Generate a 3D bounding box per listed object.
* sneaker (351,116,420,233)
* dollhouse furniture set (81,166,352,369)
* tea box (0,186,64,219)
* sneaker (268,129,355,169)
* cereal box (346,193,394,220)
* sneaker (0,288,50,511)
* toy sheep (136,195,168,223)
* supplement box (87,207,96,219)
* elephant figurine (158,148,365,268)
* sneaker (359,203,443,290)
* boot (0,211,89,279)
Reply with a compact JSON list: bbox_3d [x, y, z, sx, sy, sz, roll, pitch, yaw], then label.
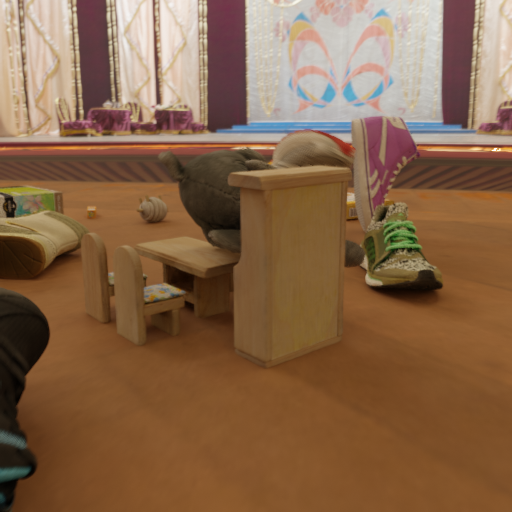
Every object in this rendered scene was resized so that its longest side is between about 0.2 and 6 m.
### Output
[{"bbox_3d":[2.613,-1.594,11.112,1.321,2.317,0.840,-5,18,0],"label":"sneaker"},{"bbox_3d":[-0.373,-0.141,6.399,2.393,1.814,2.730,-12,18,-39],"label":"dollhouse furniture set"},{"bbox_3d":[-4.615,-0.739,10.502,1.502,1.004,1.478,13,19,42],"label":"tea box"},{"bbox_3d":[0.607,-1.186,10.151,1.215,1.282,3.122,20,-29,-28],"label":"sneaker"},{"bbox_3d":[2.167,-1.281,13.924,1.489,0.409,2.069,-8,16,-29],"label":"cereal box"},{"bbox_3d":[-1.886,1.148,3.347,1.283,1.147,3.132,21,17,-2],"label":"sneaker"},{"bbox_3d":[-2.347,-1.048,12.616,0.630,0.630,0.913,11,13,38],"label":"toy sheep"},{"bbox_3d":[-3.933,-1.035,13.383,0.217,0.210,0.631,-1,14,-13],"label":"supplement box"},{"bbox_3d":[0.070,-0.525,6.241,1.464,1.335,1.887,-25,35,-26],"label":"elephant figurine"},{"bbox_3d":[1.989,-0.196,8.107,0.958,1.104,2.491,-1,14,-4],"label":"sneaker"},{"bbox_3d":[-4.123,-0.290,9.025,2.395,0.863,1.852,8,16,7],"label":"boot"}]
